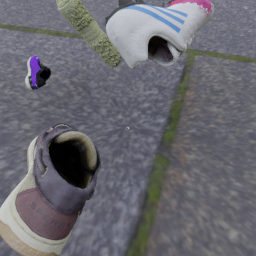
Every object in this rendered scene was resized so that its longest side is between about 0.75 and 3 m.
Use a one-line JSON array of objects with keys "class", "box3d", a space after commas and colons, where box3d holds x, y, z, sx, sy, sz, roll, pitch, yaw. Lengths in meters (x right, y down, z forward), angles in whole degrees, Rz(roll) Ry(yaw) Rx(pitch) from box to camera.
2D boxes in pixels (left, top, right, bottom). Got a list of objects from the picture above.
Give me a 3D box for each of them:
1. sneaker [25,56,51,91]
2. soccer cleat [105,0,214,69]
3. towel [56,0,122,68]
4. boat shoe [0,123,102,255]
[{"class": "sneaker", "box3d": [-2.113, -1.365, 6.768, 0.556, 0.389, 1.118, -16, 53, 9]}, {"class": "soccer cleat", "box3d": [0.855, -1.868, 5.636, 2.969, 1.037, 1.282, -23, 85, -37]}, {"class": "towel", "box3d": [-1.033, -2.483, 6.799, 0.473, 1.922, 2.590, -39, 34, 6]}, {"class": "boat shoe", "box3d": [-0.710, 0.402, 3.263, 0.794, 0.881, 2.450, -46, 14, 9]}]
